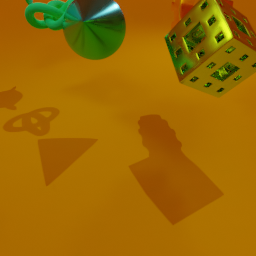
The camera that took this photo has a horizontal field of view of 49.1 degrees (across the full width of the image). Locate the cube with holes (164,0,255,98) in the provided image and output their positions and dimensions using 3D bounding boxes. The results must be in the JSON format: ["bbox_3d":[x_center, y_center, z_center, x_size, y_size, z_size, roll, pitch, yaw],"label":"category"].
[{"bbox_3d":[1.635,-1.502,5.293,1.187,1.187,1.187,12,53,-36],"label":"cube with holes"}]

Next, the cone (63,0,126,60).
[{"bbox_3d":[-0.780,-2.107,5.724,1.451,1.451,1.457,0,16,1],"label":"cone"}]

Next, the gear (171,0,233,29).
[{"bbox_3d":[1.600,-2.779,6.414,0.377,2.040,2.040,-4,34,-17],"label":"gear"}]

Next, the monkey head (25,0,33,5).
[{"bbox_3d":[-2.932,-4.102,7.906,1.115,1.850,1.331,13,65,-26],"label":"monkey head"}]

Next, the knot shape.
[{"bbox_3d":[-1.747,-2.842,7.024,1.425,0.658,1.333,-24,32,-31],"label":"knot shape"}]
